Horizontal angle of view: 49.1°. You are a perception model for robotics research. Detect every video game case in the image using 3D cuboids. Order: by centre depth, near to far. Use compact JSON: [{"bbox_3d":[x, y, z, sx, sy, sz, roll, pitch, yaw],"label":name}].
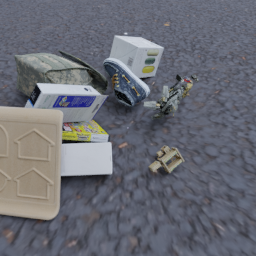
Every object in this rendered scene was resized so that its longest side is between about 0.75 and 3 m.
[{"bbox_3d":[-1.489,-0.021,7.472,1.610,0.227,1.782,5,13,-23],"label":"video game case"}]

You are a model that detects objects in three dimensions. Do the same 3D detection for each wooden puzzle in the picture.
[{"bbox_3d":[-2.417,0.699,6.116,2.118,2.287,0.530,4,0,9],"label":"wooden puzzle"}]

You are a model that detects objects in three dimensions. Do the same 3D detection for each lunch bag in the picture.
[{"bbox_3d":[-2.199,-1.768,9.606,2.537,1.491,2.081,-17,36,-40],"label":"lunch bag"}]

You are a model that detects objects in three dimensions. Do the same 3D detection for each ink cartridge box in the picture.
[{"bbox_3d":[-1.508,-0.587,6.991,2.046,1.017,0.401,-4,50,-51],"label":"ink cartridge box"}]

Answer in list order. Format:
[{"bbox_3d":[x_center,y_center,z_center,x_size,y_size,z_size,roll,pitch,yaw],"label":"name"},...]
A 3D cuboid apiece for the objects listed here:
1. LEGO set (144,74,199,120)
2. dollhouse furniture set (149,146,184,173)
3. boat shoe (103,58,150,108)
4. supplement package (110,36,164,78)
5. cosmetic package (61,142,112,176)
[{"bbox_3d":[1.463,-0.868,8.378,2.545,1.653,0.721,-35,72,-29],"label":"LEGO set"},{"bbox_3d":[0.881,0.887,7.098,0.811,0.451,0.717,-36,12,-13],"label":"dollhouse furniture set"},{"bbox_3d":[-0.275,-1.500,9.075,1.972,0.698,0.895,40,56,17],"label":"boat shoe"},{"bbox_3d":[0.293,-2.694,10.650,1.205,1.213,1.599,34,32,30],"label":"supplement package"},{"bbox_3d":[-1.103,0.747,6.714,1.437,0.773,0.610,-1,-5,-3],"label":"cosmetic package"}]
